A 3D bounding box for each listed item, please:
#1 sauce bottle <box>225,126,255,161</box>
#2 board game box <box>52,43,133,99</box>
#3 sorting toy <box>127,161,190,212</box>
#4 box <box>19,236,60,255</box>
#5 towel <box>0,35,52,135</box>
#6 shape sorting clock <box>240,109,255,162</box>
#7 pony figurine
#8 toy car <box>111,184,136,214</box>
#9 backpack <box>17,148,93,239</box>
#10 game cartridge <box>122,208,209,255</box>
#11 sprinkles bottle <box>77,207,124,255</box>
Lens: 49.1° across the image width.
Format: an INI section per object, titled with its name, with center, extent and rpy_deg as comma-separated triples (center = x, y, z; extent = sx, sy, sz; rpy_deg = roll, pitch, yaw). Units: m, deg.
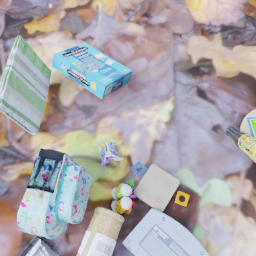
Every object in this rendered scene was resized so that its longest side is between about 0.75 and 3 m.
[sauce bottle]
center = 3.932, 0.525, 9.252
extent = 0.581, 0.581, 1.760
rpy_deg = -27, 39, -13
[board game box]
center = -1.349, -2.274, 10.745
extent = 2.458, 0.577, 1.856
rpy_deg = 33, 41, 16
[sorting toy]
center = 0.951, 1.984, 9.211
extent = 2.143, 0.292, 1.207
rpy_deg = 31, 72, 15
[box]
center = -2.511, 4.073, 8.110
extent = 1.458, 0.363, 1.150
rpy_deg = 34, 68, 16
[towel]
center = -3.603, -1.462, 9.847
extent = 0.442, 2.147, 2.878
rpy_deg = -6, 61, 17
[shape sorting clock]
center = 5.115, 0.358, 9.899
extent = 2.374, 0.466, 2.374
rpy_deg = 2, 66, -4
[pony figurine]
center = -0.645, 0.896, 9.613
extent = 0.827, 0.713, 0.856
rpy_deg = -15, 63, 29
[toy car]
center = -0.078, 2.252, 8.884
extent = 0.706, 0.824, 0.942
rpy_deg = 16, 58, -31
[backpack]
center = -2.106, 2.014, 8.213
extent = 1.758, 2.073, 2.335
rpy_deg = 14, 69, 12
[game cartridge]
center = 1.246, 3.656, 8.293
extent = 2.427, 0.491, 1.618
rpy_deg = 40, 74, 18
[sprinkles bottle]
center = -1.020, 3.770, 7.922
extent = 0.979, 0.979, 2.869
rpy_deg = 19, 65, 9
